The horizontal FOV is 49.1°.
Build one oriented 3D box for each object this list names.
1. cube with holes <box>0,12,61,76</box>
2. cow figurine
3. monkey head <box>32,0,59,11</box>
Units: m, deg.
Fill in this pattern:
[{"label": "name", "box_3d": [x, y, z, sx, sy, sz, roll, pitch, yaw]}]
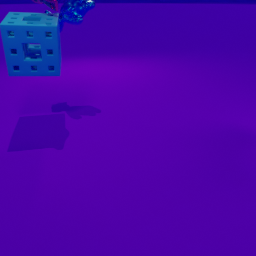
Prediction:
[{"label": "cube with holes", "box_3d": [-2.590, -2.328, 7.761, 1.347, 1.347, 1.347, -2, 35, -10]}, {"label": "cow figurine", "box_3d": [-1.956, -3.758, 9.155, 1.497, 0.835, 1.521, 18, 66, 47]}, {"label": "monkey head", "box_3d": [-2.128, -3.769, 7.503, 1.152, 1.601, 0.965, 37, 72, 3]}]
